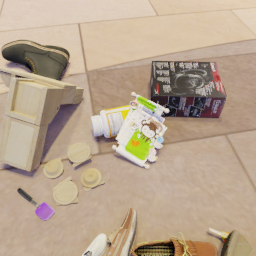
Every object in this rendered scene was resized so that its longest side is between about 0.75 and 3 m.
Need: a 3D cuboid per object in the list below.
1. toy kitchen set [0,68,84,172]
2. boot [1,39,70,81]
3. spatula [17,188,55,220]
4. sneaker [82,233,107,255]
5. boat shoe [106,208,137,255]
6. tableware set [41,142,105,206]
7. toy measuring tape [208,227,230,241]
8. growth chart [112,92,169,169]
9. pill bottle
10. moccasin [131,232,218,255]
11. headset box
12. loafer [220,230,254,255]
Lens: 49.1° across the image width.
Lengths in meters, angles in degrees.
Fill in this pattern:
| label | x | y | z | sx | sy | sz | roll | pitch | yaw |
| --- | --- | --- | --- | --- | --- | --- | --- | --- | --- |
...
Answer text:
| label | x | y | z | sx | sy | sz | roll | pitch | yaw |
| --- | --- | --- | --- | --- | --- | --- | --- | --- | --- |
| toy kitchen set | -3.419 | -0.492 | 9.708 | 2.425 | 2.682 | 2.973 | 17 | 11 | 9 |
| boot | -4.037 | -2.587 | 11.598 | 2.884 | 1.117 | 1.995 | 2 | 54 | 3 |
| spatula | -2.714 | 2.126 | 8.033 | 1.408 | 0.145 | 0.398 | 28 | 61 | 26 |
| sneaker | -0.863 | 3.089 | 7.027 | 0.396 | 0.417 | 1.036 | 22 | 51 | 21 |
| boat shoe | -0.209 | 2.841 | 7.077 | 0.663 | 0.699 | 1.847 | 11 | 48 | 12 |
| tableware set | -1.704 | 1.366 | 8.605 | 1.623 | 0.225 | 1.943 | -25 | 59 | -13 |
| toy measuring tape | 2.466 | 2.835 | 7.346 | 0.774 | 0.285 | 0.285 | 17 | 51 | 15 |
| growth chart | 0.457 | 0.096 | 8.961 | 1.554 | 0.190 | 2.148 | 21 | 85 | 5 |
| pill bottle | -0.341 | -0.219 | 9.550 | 1.754 | 0.958 | 0.958 | -11 | 50 | -10 |
| moccasin | 1.132 | 3.016 | 6.795 | 2.094 | 0.808 | 0.766 | 3 | 49 | 3 |
| headset box | 2.278 | -1.506 | 10.577 | 2.822 | 1.090 | 2.100 | 2 | 49 | 0 |
| loafer | 2.371 | 3.334 | 6.383 | 0.685 | 0.772 | 2.031 | 24 | 58 | 18 |
